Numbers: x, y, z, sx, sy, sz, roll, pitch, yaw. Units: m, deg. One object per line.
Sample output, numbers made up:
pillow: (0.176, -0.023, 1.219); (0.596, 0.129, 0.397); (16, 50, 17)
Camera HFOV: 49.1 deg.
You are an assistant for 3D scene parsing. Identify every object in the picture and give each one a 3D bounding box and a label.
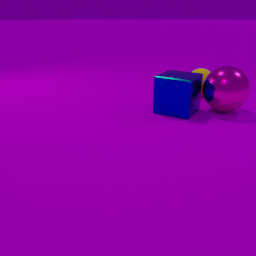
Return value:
cube: (1.470, -1.025, 8.275); (1.113, 1.113, 1.113); (13, 26, 28)
ball: (2.864, -1.135, 8.217); (1.335, 1.335, 1.335); (0, 23, 0)
ball: (2.506, -1.585, 9.675); (0.920, 0.920, 0.920); (0, 23, 0)
